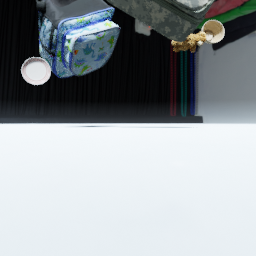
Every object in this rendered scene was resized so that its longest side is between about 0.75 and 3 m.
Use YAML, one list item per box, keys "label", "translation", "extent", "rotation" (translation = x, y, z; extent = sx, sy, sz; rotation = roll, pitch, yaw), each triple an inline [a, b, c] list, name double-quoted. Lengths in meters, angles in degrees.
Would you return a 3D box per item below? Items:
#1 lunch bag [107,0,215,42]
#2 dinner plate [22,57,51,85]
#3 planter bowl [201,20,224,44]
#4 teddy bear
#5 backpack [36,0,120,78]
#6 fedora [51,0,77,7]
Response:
- label: "lunch bag"
  translation: [0.809, -3.125, 5.425]
  extent: [2.293, 1.598, 1.924]
  rotation: [28, -31, -11]
- label: "dinner plate"
  translation: [-2.731, -1.697, 8.335]
  extent: [0.827, 0.827, 0.100]
  rotation: [0, 25, -25]
- label: "planter bowl"
  translation: [3.068, -3.496, 10.407]
  extent: [0.831, 0.831, 0.559]
  rotation: [0, -2, -6]
- label: "teddy bear"
  translation: [1.980, -2.759, 9.097]
  extent: [1.136, 0.379, 0.824]
  rotation: [1, -37, 4]
- label: "backpack"
  translation: [-1.739, -2.959, 9.599]
  extent: [2.469, 1.983, 2.698]
  rotation: [-31, -15, -33]
- label: "fedora"
  translation: [-1.278, -3.207, 5.871]
  extent: [1.912, 0.976, 2.162]
  rotation: [-15, 15, 18]
